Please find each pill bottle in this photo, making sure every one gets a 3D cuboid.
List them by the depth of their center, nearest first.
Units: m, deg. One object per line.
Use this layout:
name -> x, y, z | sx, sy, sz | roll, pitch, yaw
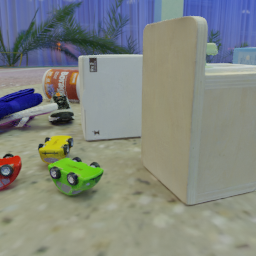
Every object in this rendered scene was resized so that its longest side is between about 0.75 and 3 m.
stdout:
pill bottle -> -2.655, -2.104, 13.899 | 2.815, 1.579, 1.579 | 4, 16, 15

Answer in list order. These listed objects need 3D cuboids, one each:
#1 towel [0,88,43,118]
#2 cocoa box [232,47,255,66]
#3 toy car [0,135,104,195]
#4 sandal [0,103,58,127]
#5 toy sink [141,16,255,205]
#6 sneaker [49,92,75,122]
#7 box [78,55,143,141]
towel -> -4.439, -0.642, 9.294 | 2.141, 0.718, 2.900 | -14, 10, 19
cocoa box -> 4.278, -1.114, 8.463 | 1.696, 2.585, 1.724 | -7, 17, -24
toy car -> -1.476, 0.817, 5.383 | 2.342, 0.555, 2.489 | 11, 20, 34
sandal -> -3.337, -0.290, 9.187 | 2.303, 0.566, 0.937 | -14, 9, 20
toy sink -> 1.383, -0.442, 5.341 | 1.672, 2.984, 1.945 | -6, 16, -20
sneaker -> -2.539, -0.775, 10.370 | 0.878, 0.942, 2.377 | -4, 17, -21
box -> -0.243, -0.998, 8.464 | 2.372, 2.359, 1.550 | -3, 16, -12
